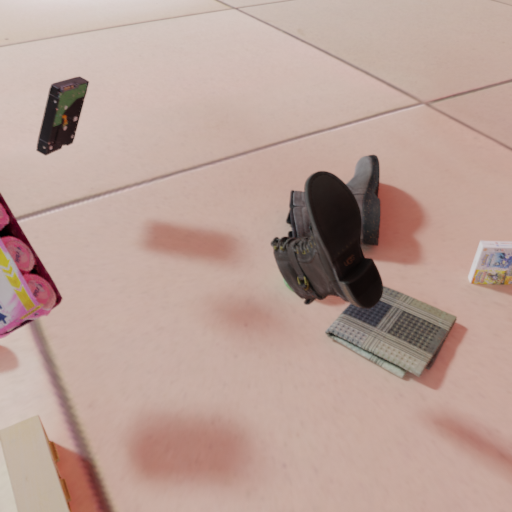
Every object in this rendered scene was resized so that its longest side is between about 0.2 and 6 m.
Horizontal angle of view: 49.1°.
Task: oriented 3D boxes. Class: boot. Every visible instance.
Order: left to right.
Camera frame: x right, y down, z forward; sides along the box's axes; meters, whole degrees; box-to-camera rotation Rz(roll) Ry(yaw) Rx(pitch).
[{"bbox_3d":[0.628,-0.105,6.687,0.621,1.794,1.562,-30,17,-25],"label":"boot"},{"bbox_3d":[1.574,-1.244,11.449,1.848,0.980,2.807,2,35,10],"label":"boot"}]

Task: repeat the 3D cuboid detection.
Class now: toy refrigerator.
[{"bbox_3d":[-2.614,2.800,6.810,0.574,0.623,1.642,-20,43,-23],"label":"toy refrigerator"}]

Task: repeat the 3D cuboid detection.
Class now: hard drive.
[{"bbox_3d":[-3.601,-2.605,10.397,0.256,1.354,0.946,29,31,2],"label":"hard drive"}]

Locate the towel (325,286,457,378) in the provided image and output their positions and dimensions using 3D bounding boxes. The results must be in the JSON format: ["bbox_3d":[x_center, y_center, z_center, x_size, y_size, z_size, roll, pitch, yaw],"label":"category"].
[{"bbox_3d":[2.219,1.179,9.089,1.661,0.287,1.599,24,42,29],"label":"towel"}]

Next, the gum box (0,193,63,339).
[{"bbox_3d":[-3.301,0.159,6.946,0.996,1.755,0.580,-32,-3,11],"label":"gum box"}]

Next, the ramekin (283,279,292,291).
[{"bbox_3d":[0.886,0.279,9.964,0.895,0.437,0.895,0,40,0],"label":"ramekin"}]

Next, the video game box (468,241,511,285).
[{"bbox_3d":[4.233,0.128,9.797,0.810,0.889,0.208,3,42,4],"label":"video game box"}]
